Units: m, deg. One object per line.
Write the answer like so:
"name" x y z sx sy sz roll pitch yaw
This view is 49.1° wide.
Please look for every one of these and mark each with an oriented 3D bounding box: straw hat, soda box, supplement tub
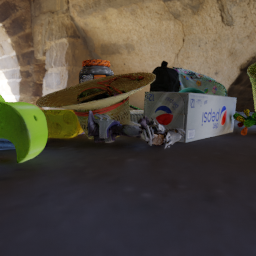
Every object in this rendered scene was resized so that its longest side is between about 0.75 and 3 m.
"straw hat" -0.424 -0.299 5.046 2.223 0.941 2.223 -10 19 4
"soda box" 1.343 -0.266 5.626 0.883 0.821 2.587 7 7 36
"supplement tub" -1.562 -1.870 13.990 1.762 2.876 1.762 0 4 0

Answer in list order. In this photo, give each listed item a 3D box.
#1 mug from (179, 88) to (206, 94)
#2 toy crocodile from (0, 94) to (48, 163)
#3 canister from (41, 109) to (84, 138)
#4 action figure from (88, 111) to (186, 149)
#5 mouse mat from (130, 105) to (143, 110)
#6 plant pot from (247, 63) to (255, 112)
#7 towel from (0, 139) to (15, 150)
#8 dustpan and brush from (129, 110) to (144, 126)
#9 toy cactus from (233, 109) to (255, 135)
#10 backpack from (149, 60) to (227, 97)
"mug" 1.849 -0.458 8.190 1.032 1.256 0.777 -10 -28 -8
"toy crocodile" -2.234 0.009 2.936 2.721 0.840 0.919 -5 4 -3
"canister" -1.245 -0.109 5.793 0.919 0.536 1.238 1 3 11
"action figure" 0.138 0.036 4.145 1.411 0.490 0.918 4 -1 8
"mouse mat" -0.262 -0.770 8.251 1.915 0.090 2.380 21 4 7
"plant pot" 4.644 -1.128 8.808 1.707 1.569 1.707 -9 32 6
"towel" -2.039 0.011 4.434 1.067 0.464 1.912 -2 4 -32
"dustpan and brush" -0.173 -0.273 6.501 2.541 0.727 1.774 2 5 29
"toy cactus" 2.862 -0.057 5.863 1.223 0.625 1.009 0 -16 43
"backpack" 2.042 -0.989 9.668 2.612 2.180 1.654 1 23 -28
